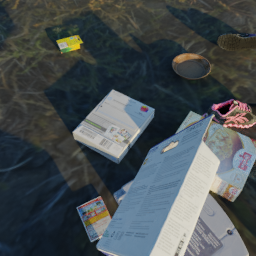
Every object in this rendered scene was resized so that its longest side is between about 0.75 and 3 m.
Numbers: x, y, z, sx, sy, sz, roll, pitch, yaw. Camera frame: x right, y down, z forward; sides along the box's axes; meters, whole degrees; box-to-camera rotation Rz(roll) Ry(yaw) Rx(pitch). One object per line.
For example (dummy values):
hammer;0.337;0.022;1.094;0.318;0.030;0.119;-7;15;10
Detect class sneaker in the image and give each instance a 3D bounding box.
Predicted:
sneaker;2.886;-0.451;7.520;1.756;0.838;0.694;-11;52;-10
sneaker;3.831;-3.052;9.780;1.514;0.573;0.663;5;34;3

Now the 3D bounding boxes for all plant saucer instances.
plant saucer;2.024;-1.939;9.028;1.232;0.225;1.232;0;52;-1

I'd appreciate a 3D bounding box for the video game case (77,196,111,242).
video game case;-0.699;1.978;6.138;0.594;0.072;0.831;-23;56;-16

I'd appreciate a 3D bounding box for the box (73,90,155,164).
box;-0.346;-0.111;7.538;1.432;0.378;1.837;27;58;18

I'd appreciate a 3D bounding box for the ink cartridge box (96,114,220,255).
ink cartridge box;0.442;0.962;4.045;0.436;1.978;2.015;36;64;-6

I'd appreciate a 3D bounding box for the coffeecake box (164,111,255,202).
coffeecake box;2.003;0.626;6.780;1.873;0.684;1.438;27;57;19

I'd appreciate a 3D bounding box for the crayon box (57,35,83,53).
crayon box;-2.028;-2.941;9.797;0.817;0.208;0.519;-19;55;-13

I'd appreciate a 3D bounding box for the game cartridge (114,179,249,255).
game cartridge;1.101;1.963;5.910;1.726;0.530;2.592;-30;59;-17
